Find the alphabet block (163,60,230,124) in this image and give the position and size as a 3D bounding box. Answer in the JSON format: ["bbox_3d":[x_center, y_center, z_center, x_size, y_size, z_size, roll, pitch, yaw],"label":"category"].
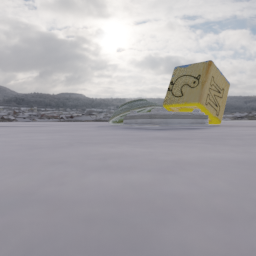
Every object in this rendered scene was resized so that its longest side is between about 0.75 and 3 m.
[{"bbox_3d":[3.104,-1.490,12.580,2.038,2.086,2.048,-1,-26,47],"label":"alphabet block"}]

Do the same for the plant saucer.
[{"bbox_3d":[0.284,-0.731,11.655,2.348,0.589,2.348,-13,-10,-2],"label":"plant saucer"}]

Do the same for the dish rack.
[{"bbox_3d":[0.918,-0.253,7.286,1.811,0.459,2.110,0,1,-24],"label":"dish rack"}]
